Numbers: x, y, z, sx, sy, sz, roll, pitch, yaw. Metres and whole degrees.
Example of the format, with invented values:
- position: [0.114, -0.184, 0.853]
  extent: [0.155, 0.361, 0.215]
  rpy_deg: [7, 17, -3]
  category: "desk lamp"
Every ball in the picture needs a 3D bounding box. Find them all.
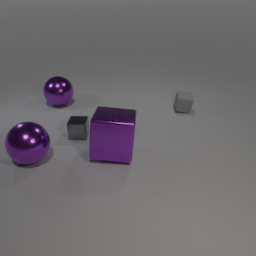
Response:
- position: [-3.286, -1.743, 13.246]
  extent: [1.400, 1.400, 1.400]
  rpy_deg: [0, 28, 0]
  category: "ball"
- position: [-3.249, 0.486, 9.116]
  extent: [1.400, 1.400, 1.400]
  rpy_deg: [0, 28, 0]
  category: "ball"

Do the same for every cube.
- position: [2.533, -1.188, 12.747]
  extent: [0.700, 0.700, 0.700]
  rpy_deg: [8, 38, -2]
  category: "cube"
- position: [-0.481, 0.187, 9.446]
  extent: [1.400, 1.400, 1.400]
  rpy_deg: [6, 23, 1]
  category: "cube"
- position: [-1.907, -0.007, 10.780]
  extent: [0.700, 0.700, 0.700]
  rpy_deg: [1, 28, 2]
  category: "cube"
